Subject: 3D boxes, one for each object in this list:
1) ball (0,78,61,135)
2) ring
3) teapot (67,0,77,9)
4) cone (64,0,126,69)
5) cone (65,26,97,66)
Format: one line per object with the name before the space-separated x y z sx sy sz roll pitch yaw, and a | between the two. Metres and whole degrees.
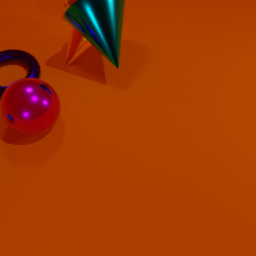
ball | -2.254 -0.498 6.534 1.334 1.334 1.334 0 59 0
ring | -3.250 -1.512 7.701 1.665 0.333 1.665 1 60 -1
teapot | -1.578 -3.950 8.968 0.875 0.689 1.407 -28 63 -7
cone | -0.542 -2.287 7.120 1.651 1.651 1.657 -21 94 -12
cone | -1.506 -2.186 8.051 1.012 1.012 1.015 37 92 20
